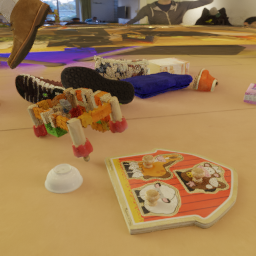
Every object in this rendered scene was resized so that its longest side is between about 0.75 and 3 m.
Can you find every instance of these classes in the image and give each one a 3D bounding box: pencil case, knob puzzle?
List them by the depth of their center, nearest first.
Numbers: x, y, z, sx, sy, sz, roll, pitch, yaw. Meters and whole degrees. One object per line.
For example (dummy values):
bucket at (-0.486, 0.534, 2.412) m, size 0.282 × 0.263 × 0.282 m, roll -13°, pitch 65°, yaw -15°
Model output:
knob puzzle at (1.063, 1.000, 5.946) m, size 3.024 × 0.419 × 3.024 m, roll 0°, pitch 24°, yaw 0°
pencil case at (-0.305, -2.847, 13.414) m, size 2.693 × 1.204 × 1.048 m, roll 4°, pitch 68°, yaw 9°

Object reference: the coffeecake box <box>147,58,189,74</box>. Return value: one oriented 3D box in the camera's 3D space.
coffeecake box at (2.048, -3.195, 14.776) m, size 1.858 × 0.679 × 1.426 m, roll -13°, pitch 28°, yaw -26°

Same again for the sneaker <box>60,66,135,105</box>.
sneaker at (-1.124, -1.291, 9.772) m, size 2.991 × 1.072 × 1.239 m, roll 13°, pitch -8°, yaw -40°

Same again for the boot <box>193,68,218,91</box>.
boot at (3.568, -2.124, 12.576) m, size 0.991 × 0.693 × 1.848 m, roll 14°, pitch 35°, yaw 17°

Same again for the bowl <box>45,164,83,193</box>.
bowl at (-1.384, 1.012, 5.994) m, size 0.805 × 0.362 × 0.805 m, roll 0°, pitch 24°, yaw 0°

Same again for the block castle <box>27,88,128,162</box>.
block castle at (-1.390, -0.164, 7.638) m, size 1.720 × 1.207 × 2.574 m, roll -34°, pitch 33°, yaw -33°

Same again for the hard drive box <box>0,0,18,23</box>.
hard drive box at (-3.692, -3.794, 8.652) m, size 0.635 × 0.814 × 0.313 m, roll -23°, pitch 33°, yaw 22°

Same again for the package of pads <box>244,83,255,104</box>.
package of pads at (5.050, -1.319, 10.895) m, size 0.815 × 0.512 × 1.353 m, roll 16°, pitch 29°, yaw 26°

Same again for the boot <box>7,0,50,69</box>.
boot at (-3.108, -2.774, 8.147) m, size 0.815 × 2.159 × 0.795 m, roll 26°, pitch 4°, yaw -15°

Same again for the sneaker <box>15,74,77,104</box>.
sneaker at (-2.940, -1.480, 10.910) m, size 2.682 × 1.015 × 1.549 m, roll 22°, pitch 26°, yaw 19°

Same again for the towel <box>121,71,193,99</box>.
towel at (1.143, -1.875, 12.059) m, size 2.738 × 0.678 × 2.022 m, roll -15°, pitch 22°, yaw -30°

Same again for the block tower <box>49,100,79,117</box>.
block tower at (-1.911, -0.643, 9.489) m, size 1.635 × 0.473 × 0.442 m, roll -16°, pitch 29°, yaw -30°
